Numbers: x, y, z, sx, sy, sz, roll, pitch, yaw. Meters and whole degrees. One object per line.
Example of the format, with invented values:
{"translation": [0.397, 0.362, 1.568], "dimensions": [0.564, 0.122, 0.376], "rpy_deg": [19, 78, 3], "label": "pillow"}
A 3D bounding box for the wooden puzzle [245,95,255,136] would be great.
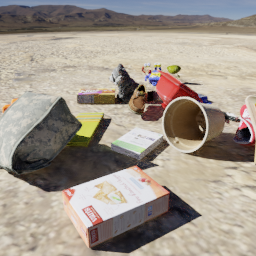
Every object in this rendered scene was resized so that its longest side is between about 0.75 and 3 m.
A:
{"translation": [5.112, -0.250, 9.322], "dimensions": [2.032, 0.409, 2.196], "rpy_deg": [11, 45, 1], "label": "wooden puzzle"}

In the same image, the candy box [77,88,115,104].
{"translation": [-1.558, -1.604, 13.960], "dimensions": [1.842, 0.520, 1.075], "rpy_deg": [1, 24, -1], "label": "candy box"}

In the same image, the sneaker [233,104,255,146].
{"translation": [4.403, -0.209, 10.285], "dimensions": [1.575, 0.998, 2.801], "rpy_deg": [0, 26, -7], "label": "sneaker"}

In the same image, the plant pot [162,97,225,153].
{"translation": [2.400, -0.167, 9.590], "dimensions": [1.658, 1.812, 1.812], "rpy_deg": [-7, 22, -42], "label": "plant pot"}

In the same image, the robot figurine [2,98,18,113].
{"translation": [-3.875, -0.653, 11.101], "dimensions": [1.958, 1.409, 1.142], "rpy_deg": [-5, 64, -13], "label": "robot figurine"}

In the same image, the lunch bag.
{"translation": [-3.011, 0.236, 8.449], "dimensions": [2.069, 1.483, 2.522], "rpy_deg": [12, 54, 40], "label": "lunch bag"}

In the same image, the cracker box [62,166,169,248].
{"translation": [-0.285, 1.701, 6.508], "dimensions": [2.095, 0.604, 1.403], "rpy_deg": [-15, 28, -29], "label": "cracker box"}

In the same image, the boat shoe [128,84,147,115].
{"translation": [0.464, -1.318, 12.337], "dimensions": [0.751, 0.710, 2.088], "rpy_deg": [18, 31, -8], "label": "boat shoe"}

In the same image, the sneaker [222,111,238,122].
{"translation": [4.281, -0.508, 11.845], "dimensions": [0.340, 0.284, 0.768], "rpy_deg": [-22, 42, -40], "label": "sneaker"}

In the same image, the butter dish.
{"translation": [1.984, -1.413, 12.339], "dimensions": [1.908, 1.414, 1.913], "rpy_deg": [23, 17, -39], "label": "butter dish"}

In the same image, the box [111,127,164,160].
{"translation": [0.342, 0.491, 9.586], "dimensions": [1.161, 0.292, 1.608], "rpy_deg": [16, 28, 30], "label": "box"}

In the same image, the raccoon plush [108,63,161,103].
{"translation": [0.377, -2.296, 13.948], "dimensions": [2.650, 1.775, 1.282], "rpy_deg": [-6, 25, -13], "label": "raccoon plush"}

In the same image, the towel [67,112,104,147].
{"translation": [-1.741, 0.010, 10.789], "dimensions": [1.172, 0.246, 2.724], "rpy_deg": [-2, 25, 9], "label": "towel"}

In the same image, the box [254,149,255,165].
{"translation": [4.907, 0.420, 8.052], "dimensions": [2.333, 0.304, 2.854], "rpy_deg": [19, 44, 12], "label": "box"}

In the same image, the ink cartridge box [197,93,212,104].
{"translation": [3.293, -1.517, 14.009], "dimensions": [0.855, 0.337, 1.720], "rpy_deg": [-15, 29, -31], "label": "ink cartridge box"}

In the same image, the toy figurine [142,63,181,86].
{"translation": [1.908, -2.969, 16.922], "dimensions": [2.439, 1.286, 1.461], "rpy_deg": [5, 53, 18], "label": "toy figurine"}
